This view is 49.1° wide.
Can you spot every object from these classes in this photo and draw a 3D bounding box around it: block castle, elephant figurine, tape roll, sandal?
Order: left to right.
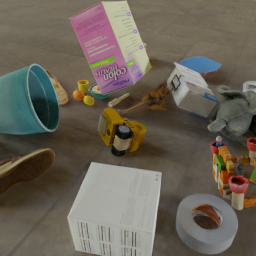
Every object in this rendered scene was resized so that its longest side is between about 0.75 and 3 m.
[{"bbox_3d":[-3.335,-1.990,11.806,1.023,0.918,2.791,-23,43,-27],"label":"sandal"},{"bbox_3d":[1.836,2.221,6.622,1.378,0.455,1.378,1,37,-1],"label":"tape roll"},{"bbox_3d":[3.681,-0.646,9.658,2.062,1.880,2.657,36,20,-22],"label":"elephant figurine"},{"bbox_3d":[3.084,0.998,7.298,1.502,1.055,2.248,-5,24,5],"label":"block castle"}]

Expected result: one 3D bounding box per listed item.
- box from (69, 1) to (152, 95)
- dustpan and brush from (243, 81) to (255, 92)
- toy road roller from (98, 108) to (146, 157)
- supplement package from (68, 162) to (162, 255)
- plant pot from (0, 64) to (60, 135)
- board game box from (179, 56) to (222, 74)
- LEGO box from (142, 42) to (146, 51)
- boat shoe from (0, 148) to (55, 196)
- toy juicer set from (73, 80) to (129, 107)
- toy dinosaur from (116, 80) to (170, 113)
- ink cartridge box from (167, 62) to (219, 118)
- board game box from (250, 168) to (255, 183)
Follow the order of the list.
[{"bbox_3d":[-0.512,-3.186,10.893,1.428,2.953,2.597,-16,18,25],"label":"box"},{"bbox_3d":[5.642,-1.791,12.008,1.265,0.362,0.883,12,39,16],"label":"dustpan and brush"},{"bbox_3d":[-0.156,0.098,9.061,1.165,0.981,1.596,-10,42,-33],"label":"toy road roller"},{"bbox_3d":[-0.206,1.883,6.383,1.725,1.269,1.649,7,38,9],"label":"supplement package"},{"bbox_3d":[-3.730,-0.752,9.311,2.127,2.264,2.264,-13,37,7],"label":"plant pot"},{"bbox_3d":[3.418,-2.893,13.488,1.585,0.391,2.006,-20,36,-17],"label":"board game box"},{"bbox_3d":[-0.165,-3.710,14.147,2.166,0.836,1.613,1,37,1],"label":"LEGO box"},{"bbox_3d":[-3.234,1.132,7.781,2.390,0.862,0.860,-32,48,-26],"label":"boat shoe"},{"bbox_3d":[-1.153,-1.414,11.262,2.212,0.602,1.407,11,34,9],"label":"toy juicer set"},{"bbox_3d":[0.776,-0.985,10.810,2.873,0.868,1.526,-31,17,-31],"label":"toy dinosaur"},{"bbox_3d":[2.397,-1.541,10.932,1.369,0.800,2.359,19,33,-20],"label":"ink cartridge box"},{"bbox_3d":[4.075,1.214,8.182,0.634,0.199,1.328,22,45,28],"label":"board game box"}]
